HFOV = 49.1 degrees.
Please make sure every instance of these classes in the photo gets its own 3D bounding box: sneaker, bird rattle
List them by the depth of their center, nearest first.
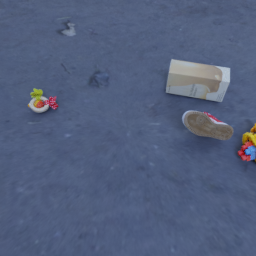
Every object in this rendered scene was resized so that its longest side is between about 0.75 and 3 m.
[{"bbox_3d":[2.053,-0.167,7.949,1.738,0.619,0.977,19,12,-28],"label":"sneaker"},{"bbox_3d":[-2.792,-0.795,9.110,0.940,0.530,0.767,33,60,1],"label":"bird rattle"}]

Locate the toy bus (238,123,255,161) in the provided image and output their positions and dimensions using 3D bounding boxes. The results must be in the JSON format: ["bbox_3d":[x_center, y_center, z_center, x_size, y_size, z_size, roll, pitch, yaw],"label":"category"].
[{"bbox_3d":[3.631,0.430,7.794,1.247,0.881,1.299,-16,38,4],"label":"toy bus"}]

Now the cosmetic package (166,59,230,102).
[{"bbox_3d":[2.288,-1.567,9.317,1.928,1.014,0.685,10,54,8],"label":"cosmetic package"}]
